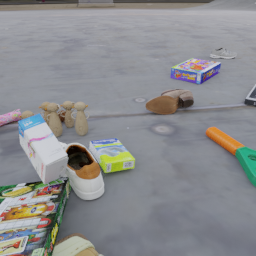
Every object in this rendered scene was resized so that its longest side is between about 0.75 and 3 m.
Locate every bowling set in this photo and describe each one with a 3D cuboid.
[{"bbox_3d":[-2.007,-0.410,7.785,1.811,0.972,1.260,-5,28,-11],"label":"bowling set"}]

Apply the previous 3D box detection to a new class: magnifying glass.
[{"bbox_3d":[2.804,0.693,6.478,1.114,0.313,2.798,-12,32,-21],"label":"magnifying glass"}]

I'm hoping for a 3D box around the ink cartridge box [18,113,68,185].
[{"bbox_3d":[-1.537,0.383,5.034,0.435,0.743,1.029,-26,65,-32],"label":"ink cartridge box"}]

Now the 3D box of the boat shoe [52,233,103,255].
[{"bbox_3d":[-1.242,2.225,2.837,1.090,1.025,2.861,33,41,31],"label":"boat shoe"}]

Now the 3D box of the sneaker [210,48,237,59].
[{"bbox_3d":[5.228,-4.098,15.233,1.430,0.586,0.534,-1,28,-1],"label":"sneaker"}]

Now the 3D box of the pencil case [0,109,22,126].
[{"bbox_3d":[-3.541,-0.300,8.261,0.352,0.352,0.804,25,37,39],"label":"pencil case"}]

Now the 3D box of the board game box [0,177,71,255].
[{"bbox_3d":[-1.716,1.346,3.973,1.531,0.343,2.922,-10,8,-6],"label":"board game box"}]

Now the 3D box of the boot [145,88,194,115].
[{"bbox_3d":[1.329,-0.948,9.339,1.766,0.620,1.291,-3,21,-8],"label":"boot"}]

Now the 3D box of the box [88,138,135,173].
[{"bbox_3d":[-0.407,0.571,6.424,0.715,0.279,1.173,-5,27,-26],"label":"box"}]

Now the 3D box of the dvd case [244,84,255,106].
[{"bbox_3d":[5.181,-1.127,9.924,1.595,0.262,2.122,16,31,28],"label":"dvd case"}]

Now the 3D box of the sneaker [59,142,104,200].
[{"bbox_3d":[-1.234,0.569,5.987,0.802,0.933,2.203,-24,34,-35],"label":"sneaker"}]

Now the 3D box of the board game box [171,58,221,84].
[{"bbox_3d":[3.033,-2.567,12.436,1.424,0.474,2.118,19,33,32],"label":"board game box"}]
